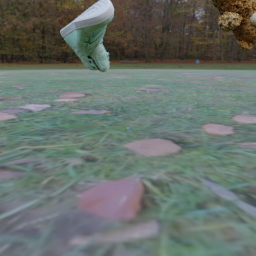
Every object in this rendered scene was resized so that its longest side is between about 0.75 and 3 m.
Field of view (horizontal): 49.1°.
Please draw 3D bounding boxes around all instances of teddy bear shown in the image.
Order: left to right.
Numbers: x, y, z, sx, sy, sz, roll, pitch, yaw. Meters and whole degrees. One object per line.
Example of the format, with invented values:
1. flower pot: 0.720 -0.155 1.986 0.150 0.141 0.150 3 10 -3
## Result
1. teddy bear: 2.404 -2.993 6.313 0.853 2.554 1.851 -24 14 47

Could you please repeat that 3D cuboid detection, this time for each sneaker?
1. sneaker: -0.664 -2.054 6.604 0.884 1.417 2.402 -44 23 -16
